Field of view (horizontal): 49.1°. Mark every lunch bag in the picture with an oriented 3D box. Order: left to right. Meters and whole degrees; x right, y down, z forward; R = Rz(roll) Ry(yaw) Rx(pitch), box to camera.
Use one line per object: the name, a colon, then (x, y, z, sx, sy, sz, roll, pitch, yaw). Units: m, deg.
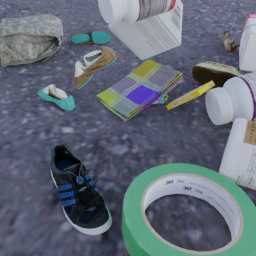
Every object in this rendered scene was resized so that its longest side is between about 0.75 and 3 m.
lunch bag: (-4.397, -4.164, 13.026, 2.885, 1.696, 2.366, -9, 41, -3)

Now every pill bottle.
pill bottle: (0.253, -3.136, 6.754, 1.842, 1.019, 1.019, -25, 46, -20)
pill bottle: (4.165, -1.008, 9.266, 2.900, 1.628, 1.628, -14, 42, -3)
pill bottle: (3.994, 0.914, 7.039, 2.995, 1.713, 1.713, 16, 43, 18)

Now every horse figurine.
horse figurine: (5.022, -4.270, 13.863, 0.377, 1.001, 1.510, -10, 53, -4)

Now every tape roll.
tape roll: (1.353, 2.017, 6.289, 2.968, 0.713, 2.968, 2, 34, -1)

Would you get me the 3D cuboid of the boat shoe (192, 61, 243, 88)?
boat shoe: (3.885, -2.046, 11.055, 2.740, 1.014, 0.910, 33, 56, 32)

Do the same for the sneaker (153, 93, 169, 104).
sneaker: (1.144, -1.341, 10.645, 0.828, 0.505, 1.269, 4, 50, 7)

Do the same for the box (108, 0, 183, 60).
box: (0.640, -3.646, 9.087, 1.608, 1.877, 1.868, -13, 59, 37)

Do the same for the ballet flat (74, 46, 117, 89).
ballet flat: (-1.170, -1.877, 8.469, 1.796, 0.650, 0.609, -30, 38, 28)

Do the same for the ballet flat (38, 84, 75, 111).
ballet flat: (-2.676, -1.259, 10.403, 1.860, 0.655, 0.626, 27, 43, 28)

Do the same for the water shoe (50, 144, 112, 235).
water shoe: (-1.329, 1.445, 6.938, 0.946, 1.044, 2.647, -24, 46, -26)

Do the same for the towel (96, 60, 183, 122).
towel: (0.416, -1.537, 10.429, 2.827, 0.322, 2.030, -37, 48, -16)

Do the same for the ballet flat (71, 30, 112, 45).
ballet flat: (-1.911, -4.677, 14.521, 2.086, 0.707, 0.755, -7, 23, -2)

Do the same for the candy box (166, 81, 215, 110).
candy box: (2.124, -1.111, 9.719, 0.862, 1.686, 0.223, -36, 96, -33)

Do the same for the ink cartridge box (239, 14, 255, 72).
ink cartridge box: (5.698, -3.840, 12.582, 0.983, 1.741, 2.376, 10, 42, 12)
